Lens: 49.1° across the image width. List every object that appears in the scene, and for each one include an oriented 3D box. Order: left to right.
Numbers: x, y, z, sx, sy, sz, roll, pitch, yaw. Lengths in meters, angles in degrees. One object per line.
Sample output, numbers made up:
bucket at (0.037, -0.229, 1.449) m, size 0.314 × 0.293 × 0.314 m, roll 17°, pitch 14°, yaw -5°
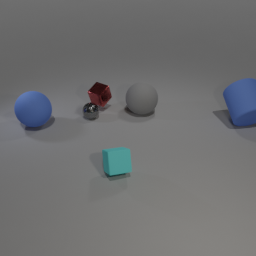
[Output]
ball at (-3.700, -0.738, 10.970) m, size 1.400 × 1.400 × 1.400 m, roll 0°, pitch 30°, yaw 0°
ball at (-1.563, -0.723, 11.753) m, size 0.700 × 0.700 × 0.700 m, roll 0°, pitch 30°, yaw 0°
cube at (-1.229, -1.471, 12.262) m, size 0.700 × 0.700 × 0.700 m, roll 21°, pitch 58°, yaw 26°
cube at (-0.343, 0.989, 8.502) m, size 0.700 × 0.700 × 0.700 m, roll -6°, pitch 4°, yaw -19°
ball at (0.592, -1.273, 12.040) m, size 1.400 × 1.400 × 1.400 m, roll 0°, pitch 30°, yaw 0°
cylinder at (4.640, -0.993, 11.022) m, size 1.400 × 1.400 × 1.400 m, roll -6°, pitch 63°, yaw -9°
